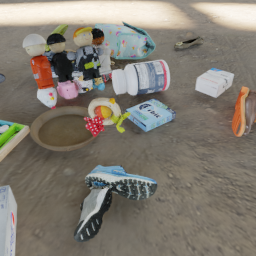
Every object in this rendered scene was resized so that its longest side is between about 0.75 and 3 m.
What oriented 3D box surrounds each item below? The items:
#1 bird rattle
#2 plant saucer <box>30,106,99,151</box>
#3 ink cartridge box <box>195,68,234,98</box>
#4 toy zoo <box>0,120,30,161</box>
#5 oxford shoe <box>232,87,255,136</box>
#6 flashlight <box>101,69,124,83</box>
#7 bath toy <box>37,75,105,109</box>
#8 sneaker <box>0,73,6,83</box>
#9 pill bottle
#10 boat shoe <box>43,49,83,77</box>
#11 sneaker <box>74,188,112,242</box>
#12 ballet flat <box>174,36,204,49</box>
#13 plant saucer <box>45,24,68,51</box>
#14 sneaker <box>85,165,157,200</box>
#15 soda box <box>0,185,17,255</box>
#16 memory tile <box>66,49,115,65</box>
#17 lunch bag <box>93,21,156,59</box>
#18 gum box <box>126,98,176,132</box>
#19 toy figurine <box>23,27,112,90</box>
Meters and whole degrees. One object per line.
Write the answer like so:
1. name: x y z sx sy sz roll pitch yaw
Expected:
1. bird rattle: -0.724 -0.432 8.808 1.576 1.285 0.888 2 43 25
2. plant saucer: -2.127 0.018 9.782 2.435 0.359 2.435 1 36 0
3. ink cartridge box: 3.779 -2.007 12.242 1.062 0.613 1.455 29 46 32
4. toy zoo: -4.919 0.252 9.546 2.549 0.261 1.672 11 39 14
5. oxford shoe: 4.456 -0.611 10.082 1.086 1.062 2.978 18 40 15
6. flashlight: -0.709 -2.428 12.898 1.504 0.511 0.509 -18 45 -21
7. bath toy: -2.307 -1.535 11.395 2.673 1.163 0.988 -25 78 -28
8. sneaker: -6.123 -1.758 12.066 1.777 0.661 0.778 -23 60 -18
9. pill bottle: 0.510 -2.077 11.770 2.212 1.323 1.323 -11 38 -13
10. boat shoe: -2.853 -3.183 13.220 2.881 1.308 1.019 -8 38 -11
11. sneaker: -0.931 2.106 6.911 0.640 0.597 1.615 2 31 21
12. ballet flat: 3.570 -4.988 16.306 2.054 0.476 0.692 -17 40 -21
13. plant saucer: -3.018 -3.796 11.624 0.221 1.420 1.420 40 38 -12
14. sneaker: -0.141 1.345 7.712 1.962 0.769 0.883 9 35 11
15. soda box: -2.957 2.454 6.169 0.761 0.819 2.400 -10 38 -13
16. memory tile: -1.895 -3.540 13.919 2.289 0.192 1.755 27 19 39
17. lunch bag: -0.129 -4.699 15.005 2.698 1.645 2.298 -14 37 -36
18. gum box: 0.847 -0.519 10.519 1.451 0.323 1.233 -24 43 -29
19. toy figurine: -1.984 -2.571 9.838 2.618 1.850 2.660 -8 15 16
